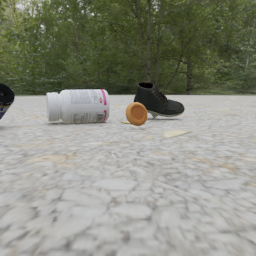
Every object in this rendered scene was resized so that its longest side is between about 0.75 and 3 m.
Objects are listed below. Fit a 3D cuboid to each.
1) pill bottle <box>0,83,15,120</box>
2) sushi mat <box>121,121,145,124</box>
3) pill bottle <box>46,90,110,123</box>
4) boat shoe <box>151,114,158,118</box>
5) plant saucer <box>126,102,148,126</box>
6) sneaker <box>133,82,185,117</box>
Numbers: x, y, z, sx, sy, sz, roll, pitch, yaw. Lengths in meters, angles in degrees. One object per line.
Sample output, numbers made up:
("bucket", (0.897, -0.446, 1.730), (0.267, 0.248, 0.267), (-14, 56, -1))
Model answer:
("pill bottle", (-4.247, -0.687, 8.848), (1.468, 0.821, 0.821), (-39, -17, 34))
("sushi mat", (0.164, -0.180, 9.991), (0.418, 0.053, 0.873), (-7, 11, -40))
("pill bottle", (-1.822, -0.783, 10.147), (2.119, 1.201, 1.201), (-3, 9, -20))
("boat shoe", (0.992, -0.842, 11.723), (0.300, 0.918, 0.338), (-28, -13, 4))
("plant saucer", (0.289, -0.437, 8.616), (0.758, 0.758, 0.142), (-4, -9, -27))
("sneaker", (1.280, -1.113, 10.940), (2.083, 1.107, 0.779), (7, 41, -2))
